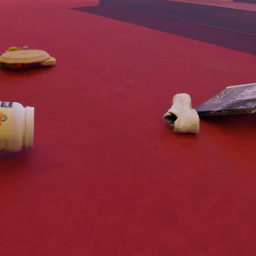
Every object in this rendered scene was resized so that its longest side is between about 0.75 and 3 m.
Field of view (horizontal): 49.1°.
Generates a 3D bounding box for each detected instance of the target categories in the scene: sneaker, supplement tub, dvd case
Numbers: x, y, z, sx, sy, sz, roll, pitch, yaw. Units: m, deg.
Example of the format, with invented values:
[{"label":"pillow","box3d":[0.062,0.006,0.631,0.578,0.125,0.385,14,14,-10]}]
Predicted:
[{"label":"sneaker","box3d":[1.359,-0.449,7.701,0.842,0.661,1.695,-5,31,-2]},{"label":"supplement tub","box3d":[-2.876,-0.027,6.107,1.536,1.114,1.114,2,30,-20]},{"label":"dvd case","box3d":[3.225,-0.898,8.153,2.470,0.197,1.837,-29,18,-39]}]

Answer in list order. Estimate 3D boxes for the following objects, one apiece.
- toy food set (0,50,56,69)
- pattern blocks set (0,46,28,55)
[{"label":"toy food set","box3d":[-4.210,-2.828,11.517,2.039,0.501,2.060,20,33,36]},{"label":"pattern blocks set","box3d":[-4.946,-3.313,12.201,1.233,0.100,1.083,-16,-1,-19]}]
